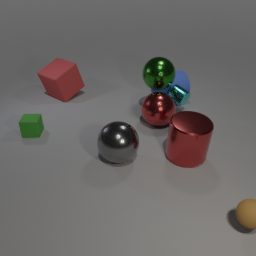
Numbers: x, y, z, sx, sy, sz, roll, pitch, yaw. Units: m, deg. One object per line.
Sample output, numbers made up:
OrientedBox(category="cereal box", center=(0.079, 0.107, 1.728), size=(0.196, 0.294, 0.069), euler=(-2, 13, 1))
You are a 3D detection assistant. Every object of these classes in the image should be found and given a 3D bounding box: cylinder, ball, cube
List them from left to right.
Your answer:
OrientedBox(category="cube", center=(-3.762, -0.097, 10.936), size=(0.700, 0.700, 0.700), euler=(-1, 31, -1))
OrientedBox(category="cube", center=(-3.247, -2.361, 13.679), size=(1.400, 1.400, 1.400), euler=(23, 57, 33))
OrientedBox(category="ball", center=(-0.325, 0.468, 9.296), size=(1.400, 1.400, 1.400), euler=(0, 31, 0))
OrientedBox(category="ball", center=(1.235, -0.769, 11.371), size=(1.400, 1.400, 1.400), euler=(0, 31, 0))
OrientedBox(category="ball", center=(1.308, -2.299, 11.860), size=(1.400, 1.400, 1.400), euler=(0, 31, 0))
OrientedBox(category="cylinder", center=(1.998, -1.958, 13.354), size=(1.400, 1.400, 1.400), euler=(-12, 33, -19))
OrientedBox(category="cylinder", center=(2.239, -1.437, 12.214), size=(0.700, 0.700, 0.700), euler=(39, 46, 24))
OrientedBox(category="cylinder", center=(2.030, 0.365, 9.390), size=(1.400, 1.400, 1.400), euler=(2, 36, -1))
OrientedBox(category="ball", center=(2.974, 2.060, 6.751), size=(0.700, 0.700, 0.700), euler=(0, 31, 0))
